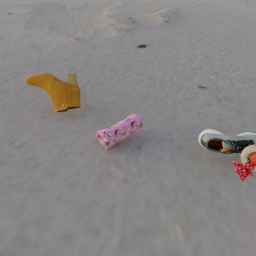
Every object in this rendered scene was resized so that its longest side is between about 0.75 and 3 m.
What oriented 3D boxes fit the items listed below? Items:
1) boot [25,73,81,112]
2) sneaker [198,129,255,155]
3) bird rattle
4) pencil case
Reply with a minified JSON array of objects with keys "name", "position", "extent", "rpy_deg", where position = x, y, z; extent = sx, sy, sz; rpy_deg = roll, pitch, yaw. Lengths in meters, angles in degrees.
[{"name":"boot","position":[-2.393,-1.099,8.969],"extent":[1.723,0.606,1.233],"rpy_deg":[-5,77,-8]},{"name":"sneaker","position":[2.678,0.458,7.073],"extent":[1.727,0.638,0.685],"rpy_deg":[5,18,8]},{"name":"bird rattle","position":[2.453,0.616,5.317],"extent":[0.938,0.765,0.528],"rpy_deg":[4,37,36]},{"name":"pencil case","position":[-0.208,0.057,7.837],"extent":[1.336,0.553,0.578],"rpy_deg":[-28,18,-26]}]
